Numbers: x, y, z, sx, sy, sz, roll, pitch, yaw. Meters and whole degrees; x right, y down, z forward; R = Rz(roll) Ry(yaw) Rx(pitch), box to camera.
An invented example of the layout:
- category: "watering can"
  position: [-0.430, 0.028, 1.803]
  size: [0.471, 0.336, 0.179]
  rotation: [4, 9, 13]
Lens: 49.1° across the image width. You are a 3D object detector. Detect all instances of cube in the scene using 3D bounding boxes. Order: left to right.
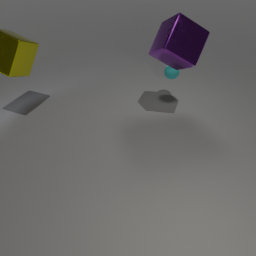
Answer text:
- category: "cube"
  position: [-4.523, -2.869, 10.682]
  size: [1.400, 1.400, 1.400]
  rotation: [25, 15, 6]
- category: "cube"
  position: [1.853, -3.123, 10.364]
  size: [1.400, 1.400, 1.400]
  rotation: [24, -2, -20]

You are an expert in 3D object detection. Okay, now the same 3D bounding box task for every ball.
- category: "ball"
  position: [2.030, -2.609, 12.973]
  size: [0.700, 0.700, 0.700]
  rotation: [0, 33, 0]
